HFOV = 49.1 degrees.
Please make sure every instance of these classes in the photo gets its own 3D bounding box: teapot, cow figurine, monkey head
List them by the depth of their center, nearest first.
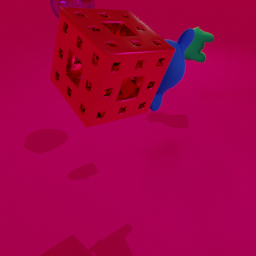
[{"bbox_3d":[0.627,-0.972,4.651,0.995,1.383,0.834,14,16,-46],"label":"monkey head"},{"bbox_3d":[-1.564,-3.305,7.542,1.240,1.995,0.977,25,37,4],"label":"teapot"},{"bbox_3d":[1.807,-2.504,8.767,1.384,1.407,0.772,19,27,2],"label":"cow figurine"}]

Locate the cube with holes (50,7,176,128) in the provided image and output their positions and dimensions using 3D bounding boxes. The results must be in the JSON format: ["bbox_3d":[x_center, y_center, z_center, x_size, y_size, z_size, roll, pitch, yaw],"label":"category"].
[{"bbox_3d":[-0.283,-0.901,4.031,1.137,1.137,1.137,-16,53,-37],"label":"cube with holes"}]
